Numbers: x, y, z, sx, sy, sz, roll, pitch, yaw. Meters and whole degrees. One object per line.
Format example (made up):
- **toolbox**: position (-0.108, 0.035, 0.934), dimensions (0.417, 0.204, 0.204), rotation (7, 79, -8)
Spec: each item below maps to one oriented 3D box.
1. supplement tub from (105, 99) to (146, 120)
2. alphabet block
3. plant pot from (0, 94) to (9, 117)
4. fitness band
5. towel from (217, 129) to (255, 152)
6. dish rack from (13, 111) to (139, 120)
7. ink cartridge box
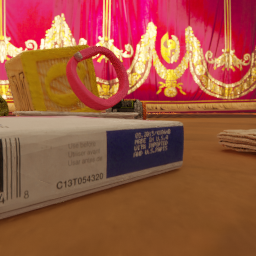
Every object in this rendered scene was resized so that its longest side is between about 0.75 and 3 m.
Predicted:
- **supplement tub**: position (-0.104, -0.744, 12.517), dimensions (1.796, 1.100, 1.100), rotation (0, 4, -1)
- **alphabet block**: position (-2.809, -1.545, 10.414), dimensions (2.527, 2.540, 2.587), rotation (-19, 15, -31)
- **plant pot**: position (-4.254, -0.721, 7.882), dimensions (1.515, 1.647, 1.647), rotation (32, 19, 26)
- **fitness band**: position (-0.799, -1.548, 8.471), dimensions (0.480, 1.841, 2.564), rotation (-26, 11, 34)
- **towel**: position (2.409, 0.207, 4.229), dimensions (1.875, 0.323, 1.243), rotation (-1, 6, -26)
- **dish rack**: position (-1.127, -0.123, 6.964), dimensions (2.767, 0.602, 2.375), rotation (0, 3, 3)
- **ink cartridge box**: position (-1.345, 0.161, 2.858), dimensions (2.811, 0.609, 2.760), rotation (5, 7, 41)
